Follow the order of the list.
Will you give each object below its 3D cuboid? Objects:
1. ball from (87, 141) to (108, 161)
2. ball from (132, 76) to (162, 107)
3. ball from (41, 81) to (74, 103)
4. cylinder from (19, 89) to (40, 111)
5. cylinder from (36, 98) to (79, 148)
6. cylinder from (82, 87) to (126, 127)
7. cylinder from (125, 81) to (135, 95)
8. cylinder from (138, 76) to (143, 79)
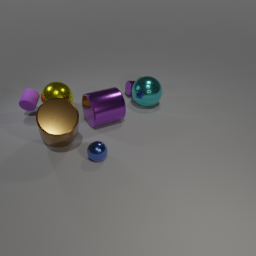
[{"bbox_3d":[-1.055,0.794,9.625,0.700,0.700,0.700,0,33,0],"label":"ball"},{"bbox_3d":[0.872,-1.672,12.824,1.400,1.400,1.400,0,33,0],"label":"ball"},{"bbox_3d":[-3.103,-1.336,12.300,1.400,1.400,1.400,0,33,0],"label":"ball"},{"bbox_3d":[-4.213,-1.203,11.963,0.700,0.700,0.700,3,54,4],"label":"cylinder"},{"bbox_3d":[-2.453,-0.159,9.883,1.400,1.400,1.400,4,70,-10],"label":"cylinder"},{"bbox_3d":[-1.008,-0.869,11.564,1.400,1.400,1.400,-17,36,-24],"label":"cylinder"},{"bbox_3d":[0.311,-1.984,13.848,0.700,0.700,0.700,-3,31,-26],"label":"cylinder"},{"bbox_3d":[0.874,-2.249,14.364,0.700,0.700,0.700,-26,40,-35],"label":"cylinder"}]
